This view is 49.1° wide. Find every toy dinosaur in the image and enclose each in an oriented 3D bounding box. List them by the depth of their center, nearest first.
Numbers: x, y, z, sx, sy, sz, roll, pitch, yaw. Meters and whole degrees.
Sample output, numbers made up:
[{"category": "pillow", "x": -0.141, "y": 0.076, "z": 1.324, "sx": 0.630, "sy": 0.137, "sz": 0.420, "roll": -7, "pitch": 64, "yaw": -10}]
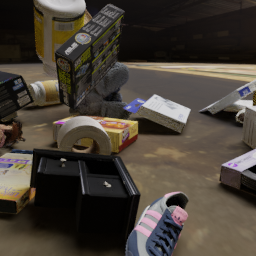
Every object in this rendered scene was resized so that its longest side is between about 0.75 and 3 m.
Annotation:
[{"category": "toy dinosaur", "x": -3.921, "y": 0.297, "z": 8.100, "sx": 1.659, "sy": 1.051, "sz": 2.448, "roll": 33, "pitch": 30, "yaw": -17}]

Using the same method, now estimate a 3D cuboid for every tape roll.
[{"category": "tape roll", "x": -1.114, "y": 0.410, "z": 7.002, "sx": 1.271, "sy": 1.271, "sz": 0.872, "roll": -4, "pitch": 18, "yaw": -15}]

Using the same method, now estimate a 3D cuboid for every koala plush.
[{"category": "koala plush", "x": -1.602, "y": -1.376, "z": 11.212, "sx": 2.675, "sy": 2.373, "sz": 2.459, "roll": 16, "pitch": 27, "yaw": 42}]

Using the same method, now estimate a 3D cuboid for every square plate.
[{"category": "square plate", "x": 5.749, "y": -1.103, "z": 13.786, "sx": 2.021, "sy": 0.287, "sz": 2.002, "roll": 6, "pitch": 18, "yaw": 17}]

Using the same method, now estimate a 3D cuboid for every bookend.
[{"category": "bookend", "x": -0.885, "y": 1.074, "z": 4.939, "sx": 1.766, "sy": 0.814, "sz": 1.755, "roll": 7, "pitch": 12, "yaw": -13}]

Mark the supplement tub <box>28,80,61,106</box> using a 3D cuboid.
[{"category": "supplement tub", "x": -4.151, "y": -1.806, "z": 14.423, "sx": 1.709, "sy": 1.236, "sz": 1.236, "roll": -14, "pitch": 22, "yaw": -39}]

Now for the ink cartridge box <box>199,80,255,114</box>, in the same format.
[{"category": "ink cartridge box", "x": 4.697, "y": -1.324, "z": 12.746, "sx": 2.245, "sy": 0.457, "sz": 2.249, "roll": -25, "pitch": -6, "yaw": -37}]

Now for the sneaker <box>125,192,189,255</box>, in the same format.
[{"category": "sneaker", "x": 0.491, "y": 1.483, "z": 4.053, "sx": 0.632, "sy": 0.739, "sz": 1.802, "roll": 46, "pitch": 22, "yaw": -4}]

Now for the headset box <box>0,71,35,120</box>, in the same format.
[{"category": "headset box", "x": -5.622, "y": -1.264, "z": 11.450, "sx": 2.344, "sy": 1.249, "sz": 2.692, "roll": -36, "pitch": 34, "yaw": -30}]

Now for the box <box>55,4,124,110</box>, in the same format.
[{"category": "box", "x": -0.875, "y": -1.680, "z": 6.695, "sx": 0.462, "sy": 1.673, "sz": 2.088, "roll": 29, "pitch": 59, "yaw": 10}]

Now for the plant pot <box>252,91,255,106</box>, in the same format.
[{"category": "plant pot", "x": 5.996, "y": -1.021, "z": 12.014, "sx": 1.300, "sy": 1.300, "sz": 1.147, "roll": 1, "pitch": 5, "yaw": 2}]

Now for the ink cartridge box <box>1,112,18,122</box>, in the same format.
[{"category": "ink cartridge box", "x": -5.130, "y": -0.601, "z": 11.776, "sx": 0.625, "sy": 0.361, "sz": 0.862, "roll": -29, "pitch": 31, "yaw": -34}]

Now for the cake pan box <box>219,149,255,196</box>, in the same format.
[{"category": "cake pan box", "x": 3.280, "y": 1.059, "z": 6.198, "sx": 1.917, "sy": 0.501, "sz": 1.766, "roll": -13, "pitch": 19, "yaw": -36}]

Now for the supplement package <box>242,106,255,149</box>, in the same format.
[{"category": "supplement package", "x": 4.349, "y": 0.141, "z": 8.028, "sx": 1.219, "sy": 1.174, "sz": 2.143, "roll": -1, "pitch": 17, "yaw": -3}]

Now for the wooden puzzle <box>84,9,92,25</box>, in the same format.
[{"category": "wooden puzzle", "x": -1.593, "y": -3.954, "z": 13.113, "sx": 0.660, "sy": 2.853, "sz": 2.642, "roll": -23, "pitch": -11, "yaw": 12}]

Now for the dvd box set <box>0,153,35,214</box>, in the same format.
[{"category": "dvd box set", "x": -2.608, "y": 1.124, "z": 6.260, "sx": 1.573, "sy": 0.316, "sz": 2.150, "roll": 3, "pitch": 17, "yaw": 9}]

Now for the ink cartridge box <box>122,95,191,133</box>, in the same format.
[{"category": "ink cartridge box", "x": 1.226, "y": -0.757, "z": 11.079, "sx": 2.366, "sy": 0.480, "sz": 2.361, "roll": 22, "pitch": 21, "yaw": 9}]

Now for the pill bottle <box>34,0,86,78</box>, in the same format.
[{"category": "pill bottle", "x": -1.971, "y": -2.611, "z": 8.026, "sx": 1.320, "sy": 2.357, "sz": 1.320, "roll": 8, "pitch": 52, "yaw": -10}]

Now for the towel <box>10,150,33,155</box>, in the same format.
[{"category": "towel", "x": -2.702, "y": 0.743, "z": 7.500, "sx": 0.769, "sy": 0.187, "sz": 0.430, "roll": 2, "pitch": -28, "yaw": 7}]

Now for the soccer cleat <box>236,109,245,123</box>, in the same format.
[{"category": "soccer cleat", "x": 5.243, "y": -0.330, "z": 10.476, "sx": 2.327, "sy": 0.806, "sz": 0.903, "roll": 6, "pitch": 22, "yaw": 41}]

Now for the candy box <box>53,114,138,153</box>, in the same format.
[{"category": "candy box", "x": -1.034, "y": 0.109, "z": 9.036, "sx": 2.394, "sy": 0.676, "sz": 1.397, "roll": 9, "pitch": 19, "yaw": 24}]
